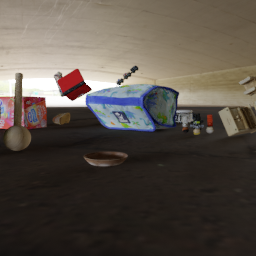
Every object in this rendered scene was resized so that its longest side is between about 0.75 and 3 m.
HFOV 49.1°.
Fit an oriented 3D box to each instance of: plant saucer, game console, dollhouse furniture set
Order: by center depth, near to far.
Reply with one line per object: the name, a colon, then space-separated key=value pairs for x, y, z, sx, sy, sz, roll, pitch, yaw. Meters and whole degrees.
plant saucer: x=-0.395 y=0.555 z=4.994 sx=0.785 sy=0.144 sz=0.785 roll=0 pitch=6 yaw=0
dollhouse furniture set: x=4.076 y=-0.584 z=8.370 sx=1.385 sy=1.828 sz=2.085 roll=-6 pitch=-19 yaw=-38
game console: x=-2.209 y=-1.771 z=11.666 sx=1.091 sy=0.648 sz=0.941 roll=-27 pitch=-32 yaw=14

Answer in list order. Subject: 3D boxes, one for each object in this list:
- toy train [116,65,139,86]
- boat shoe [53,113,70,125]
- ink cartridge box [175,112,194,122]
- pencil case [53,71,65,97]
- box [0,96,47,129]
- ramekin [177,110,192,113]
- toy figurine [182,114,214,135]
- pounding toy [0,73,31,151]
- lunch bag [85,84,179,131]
toy train: x=-0.057 y=-1.919 z=10.257 sx=0.239 sy=1.042 sz=0.178 roll=51 pitch=2 yaw=33
boat shoe: x=-3.163 y=-0.472 z=13.360 sx=0.498 sy=0.531 sz=1.439 roll=6 pitch=7 yaw=6
ink cartridge box: x=2.163 y=-0.592 z=14.904 sx=2.534 sy=0.497 sz=1.260 roll=1 pitch=6 yaw=22
pencil case: x=-3.288 y=-2.156 z=13.799 sx=0.474 sy=1.219 sz=0.545 roll=-13 pitch=-15 yaw=-36
box: x=-4.699 y=-0.636 z=11.154 sx=2.664 sy=1.272 sz=1.328 roll=2 pitch=6 yaw=23
ramekin: x=3.348 y=-0.825 z=17.001 sx=1.100 sy=0.512 sz=1.100 roll=0 pitch=5 yaw=0
toy figurine: x=2.345 y=-0.107 z=9.479 sx=0.919 sy=0.649 sz=0.933 roll=-10 pitch=12 yaw=-32
pounding toy: x=-3.565 y=-0.196 z=6.079 sx=2.557 sy=1.974 sz=1.186 roll=-3 pitch=-20 yaw=-31
lunch bag: x=0.220 y=-0.825 z=10.399 sx=2.456 sy=1.841 sz=2.889 roll=4 pitch=-3 yaw=33
